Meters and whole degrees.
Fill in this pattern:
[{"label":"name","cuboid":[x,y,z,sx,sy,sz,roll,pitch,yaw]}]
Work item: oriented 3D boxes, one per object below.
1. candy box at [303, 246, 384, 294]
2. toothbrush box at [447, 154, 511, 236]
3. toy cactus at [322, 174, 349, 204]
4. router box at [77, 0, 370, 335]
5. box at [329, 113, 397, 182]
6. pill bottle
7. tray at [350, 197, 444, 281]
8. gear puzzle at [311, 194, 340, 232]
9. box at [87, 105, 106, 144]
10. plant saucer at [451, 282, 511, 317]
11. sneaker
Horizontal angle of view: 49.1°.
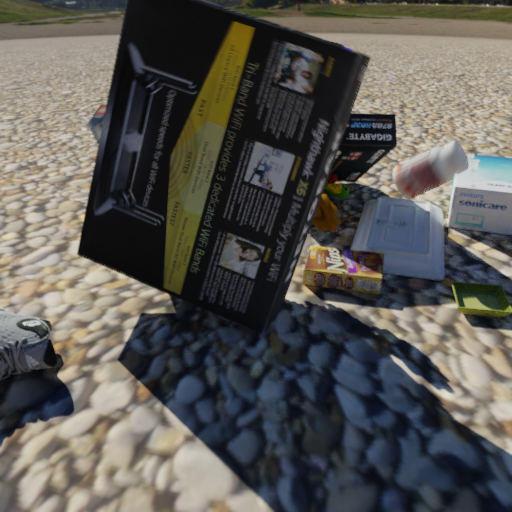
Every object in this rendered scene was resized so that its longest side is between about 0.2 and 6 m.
[{"label":"candy box","cuboid":[1.640,0.248,10.456,1.423,0.402,0.830,5,35,13]},{"label":"toothbrush box","cuboid":[5.527,-1.487,13.106,1.798,1.047,2.456,9,29,16]},{"label":"toy cactus","cuboid":[0.871,-1.630,13.496,2.528,1.293,2.086,-16,21,-12]},{"label":"router box","cuboid":[-0.661,-1.442,8.663,3.443,4.380,1.144,23,21,11]},{"label":"box","cuboid":[1.520,-2.529,13.444,2.702,0.782,3.399,1,-5,-5]},{"label":"pill bottle","cuboid":[3.338,-1.646,10.740,1.275,0.699,0.699,-25,10,37]},{"label":"tray","cuboid":[3.102,-0.561,12.090,1.870,0.386,3.483,7,28,15]},{"label":"gear puzzle","cuboid":[0.127,-1.685,10.114,3.631,1.881,0.476,38,63,21]},{"label":"box","cuboid":[-1.798,-1.588,11.226,2.080,3.038,0.606,12,59,18]},{"label":"plant saucer","cuboid":[3.879,0.783,9.717,0.887,0.213,0.888,5,29,9]},{"label":"sneaker","cuboid":[-3.579,1.476,7.657,1.480,0.962,2.563,4,27,3]}]
